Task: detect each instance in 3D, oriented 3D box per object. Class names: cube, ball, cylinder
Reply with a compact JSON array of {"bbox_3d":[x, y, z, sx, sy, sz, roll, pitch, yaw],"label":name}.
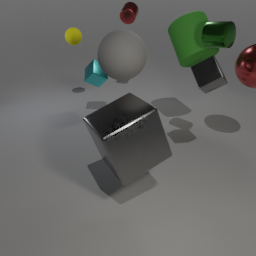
[{"bbox_3d":[-0.021,0.208,6.760,1.400,1.400,1.400,-30,31,-13],"label":"cube"},{"bbox_3d":[4.113,-1.947,8.831,1.400,1.400,1.400,0,30,0],"label":"ball"},{"bbox_3d":[-1.279,-2.190,11.277,0.700,0.700,0.700,18,56,-34],"label":"cube"},{"bbox_3d":[2.296,-1.486,7.905,0.700,0.700,0.700,-25,-18,25],"label":"cube"},{"bbox_3d":[0.053,-5.034,12.266,0.700,0.700,0.700,7,49,13],"label":"cylinder"},{"bbox_3d":[-2.295,-3.853,11.782,0.700,0.700,0.700,0,30,0],"label":"ball"},{"bbox_3d":[-0.163,-2.062,7.954,1.400,1.400,1.400,0,30,0],"label":"ball"},{"bbox_3d":[2.267,-3.054,9.760,1.400,1.400,1.400,-17,-10,-3],"label":"cylinder"},{"bbox_3d":[2.531,-2.598,7.812,0.700,0.700,0.700,18,33,41],"label":"cylinder"}]
